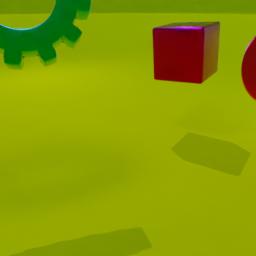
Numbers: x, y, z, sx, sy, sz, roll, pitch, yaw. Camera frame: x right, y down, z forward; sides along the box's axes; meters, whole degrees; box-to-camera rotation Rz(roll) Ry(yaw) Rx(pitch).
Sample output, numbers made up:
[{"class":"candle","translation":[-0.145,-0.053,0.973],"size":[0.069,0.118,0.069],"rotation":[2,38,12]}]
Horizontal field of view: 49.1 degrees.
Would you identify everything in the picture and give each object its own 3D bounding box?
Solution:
[{"class":"gear","translation":[-1.497,-1.801,3.842],"size":[1.908,1.908,0.353],"rotation":[-7,3,-15]},{"class":"cube","translation":[1.350,-1.771,6.461],"size":[1.173,1.173,1.173],"rotation":[11,29,31]},{"class":"cylinder","translation":[2.886,-1.003,4.692],"size":[1.348,1.348,1.348],"rotation":[1,21,-29]}]
